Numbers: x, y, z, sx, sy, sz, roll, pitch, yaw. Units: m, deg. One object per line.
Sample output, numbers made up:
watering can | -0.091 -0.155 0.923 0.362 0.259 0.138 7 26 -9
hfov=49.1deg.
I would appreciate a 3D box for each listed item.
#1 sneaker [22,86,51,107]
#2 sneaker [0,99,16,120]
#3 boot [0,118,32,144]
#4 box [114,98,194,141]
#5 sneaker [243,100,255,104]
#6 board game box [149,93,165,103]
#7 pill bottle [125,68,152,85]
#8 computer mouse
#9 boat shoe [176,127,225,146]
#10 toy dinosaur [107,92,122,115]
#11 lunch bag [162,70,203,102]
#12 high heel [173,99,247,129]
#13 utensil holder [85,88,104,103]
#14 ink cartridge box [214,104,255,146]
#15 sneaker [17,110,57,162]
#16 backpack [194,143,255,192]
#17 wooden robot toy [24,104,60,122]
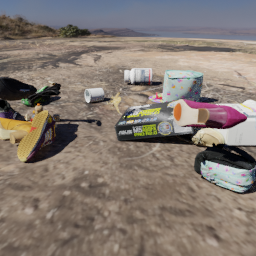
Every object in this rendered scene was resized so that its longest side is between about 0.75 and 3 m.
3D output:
sneaker | -4.801 -1.744 14.807 0.863 0.790 2.025 8 25 19
sneaker | -5.460 -0.872 12.447 0.892 1.032 2.357 -11 26 -25
boot | -4.166 0.001 10.965 2.188 0.770 1.567 24 27 36
box | 1.146 -0.373 11.055 2.887 0.639 2.313 -6 22 18
sneaker | 6.011 -0.731 12.671 0.845 0.742 2.109 -22 24 -31
board game box | 2.051 -1.824 15.541 1.445 0.356 1.829 22 31 40
pill bottle | 0.675 -3.345 18.205 1.767 1.057 1.057 1 23 1
computer mouse | -3.624 -1.340 10.278 1.882 0.617 2.680 -13 -9 15
boat shoe | 2.567 0.353 10.106 0.623 0.692 1.919 -25 27 -30
toy dinosaur | -0.507 -0.981 10.926 0.579 0.333 1.145 -18 53 24
lunch bag | 2.852 -2.075 14.433 1.958 1.668 1.194 -1 31 -3
high heel | 1.996 -0.311 7.335 1.079 0.757 2.244 5 10 -15
utensil holder | -1.779 -1.757 14.953 0.849 0.721 0.721 -10 25 -28
ink cartridge box | 4.751 -0.154 10.695 2.526 1.105 1.836 -1 23 2
sneaker | -3.031 0.416 9.821 0.816 0.981 2.176 -8 46 24
backpack | 2.795 1.113 7.902 1.537 0.973 1.282 17 31 37
wooden robot toy | -3.850 -0.658 12.304 1.679 0.762 0.740 4 23 11
